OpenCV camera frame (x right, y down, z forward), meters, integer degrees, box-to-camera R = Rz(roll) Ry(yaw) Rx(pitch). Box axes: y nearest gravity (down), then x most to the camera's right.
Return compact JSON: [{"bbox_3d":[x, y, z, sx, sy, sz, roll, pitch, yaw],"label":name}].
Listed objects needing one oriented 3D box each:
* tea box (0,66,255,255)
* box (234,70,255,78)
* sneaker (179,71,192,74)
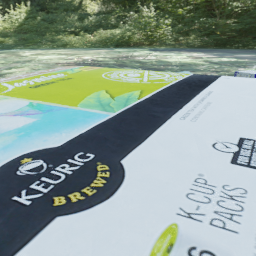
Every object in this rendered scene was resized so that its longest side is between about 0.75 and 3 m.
[{"bbox_3d":[-0.256,0.628,2.258,2.720,1.847,2.764,9,22,25],"label":"tea box"},{"bbox_3d":[5.621,-2.222,12.626,1.095,0.625,1.190,-9,20,-28],"label":"box"},{"bbox_3d":[1.498,-0.869,6.020,1.849,0.735,1.207,-15,49,33],"label":"sneaker"}]
